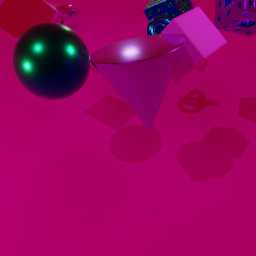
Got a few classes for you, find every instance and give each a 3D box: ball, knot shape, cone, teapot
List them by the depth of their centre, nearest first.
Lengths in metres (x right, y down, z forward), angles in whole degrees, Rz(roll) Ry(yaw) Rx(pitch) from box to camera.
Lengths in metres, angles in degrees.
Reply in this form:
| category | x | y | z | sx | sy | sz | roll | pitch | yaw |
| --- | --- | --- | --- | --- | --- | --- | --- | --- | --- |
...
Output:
| category | x | y | z | sx | sy | sz | roll | pitch | yaw |
| --- | --- | --- | --- | --- | --- | --- | --- | --- | --- |
| cone | 0.248 | -0.575 | 4.474 | 1.429 | 1.434 | 1.429 | -9 | 29 | 5 |
| ball | -1.402 | -1.224 | 5.223 | 1.396 | 1.396 | 1.396 | 0 | 48 | 0 |
| knot shape | 0.956 | -2.084 | 7.051 | 1.261 | 1.180 | 0.583 | 32 | 21 | 6 |
| teapot | -2.003 | -3.486 | 8.964 | 0.797 | 1.013 | 1.629 | 23 | 66 | 24 |

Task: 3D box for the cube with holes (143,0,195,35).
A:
| category | x | y | z | sx | sy | sz | roll | pitch | yaw |
| --- | --- | --- | --- | --- | --- | --- | --- | --- | --- |
| cube with holes | 1.368 | -3.781 | 9.060 | 1.083 | 1.083 | 1.083 | -8 | 42 | 40 |

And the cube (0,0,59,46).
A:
| category | x | y | z | sx | sy | sz | roll | pitch | yaw |
| --- | --- | --- | --- | --- | --- | --- | --- | --- | --- |
| cube | -2.202 | -2.245 | 5.956 | 0.986 | 0.986 | 0.986 | 32 | 83 | -21 |

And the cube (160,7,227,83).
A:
| category | x | y | z | sx | sy | sz | roll | pitch | yaw |
| --- | --- | --- | --- | --- | --- | --- | --- | --- | --- |
| cube | 1.027 | -1.436 | 4.895 | 0.810 | 0.810 | 0.810 | -38 | 89 | -35 |

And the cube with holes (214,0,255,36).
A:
| category | x | y | z | sx | sy | sz | roll | pitch | yaw |
| --- | --- | --- | --- | --- | --- | --- | --- | --- | --- |
| cube with holes | 2.415 | -2.527 | 5.623 | 0.919 | 0.919 | 0.919 | 5 | 86 | -18 |
